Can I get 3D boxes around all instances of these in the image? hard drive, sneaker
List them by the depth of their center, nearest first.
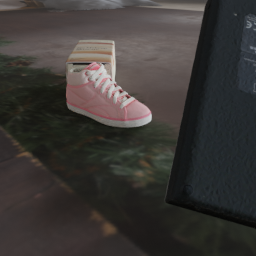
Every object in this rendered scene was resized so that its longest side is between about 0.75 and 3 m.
[{"bbox_3d":[1.556,-0.231,3.044,1.817,0.428,2.603,16,69,-1],"label":"hard drive"},{"bbox_3d":[-0.623,-0.987,7.761,2.762,1.444,1.040,18,32,26],"label":"sneaker"}]

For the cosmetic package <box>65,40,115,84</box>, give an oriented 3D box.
[{"bbox_3d":[-1.221,-2.188,10.011,1.511,1.276,2.924,-1,30,-2],"label":"cosmetic package"}]
